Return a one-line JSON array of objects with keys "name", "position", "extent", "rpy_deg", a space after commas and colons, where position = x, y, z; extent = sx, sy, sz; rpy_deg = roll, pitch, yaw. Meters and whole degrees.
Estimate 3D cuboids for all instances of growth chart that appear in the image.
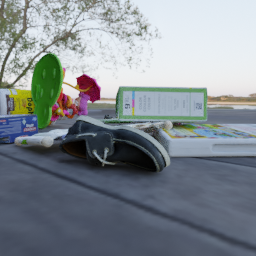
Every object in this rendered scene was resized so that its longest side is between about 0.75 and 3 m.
[{"name": "growth chart", "position": [-0.655, 0.080, 5.535], "extent": [2.715, 0.241, 1.965], "rpy_deg": [-7, 3, -31]}]

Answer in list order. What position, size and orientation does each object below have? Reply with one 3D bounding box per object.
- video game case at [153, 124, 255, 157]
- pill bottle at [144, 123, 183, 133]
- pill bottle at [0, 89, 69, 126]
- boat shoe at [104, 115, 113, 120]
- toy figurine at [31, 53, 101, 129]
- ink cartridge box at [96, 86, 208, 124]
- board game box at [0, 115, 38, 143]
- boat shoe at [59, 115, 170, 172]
[{"name": "video game case", "position": [1.940, 0.185, 5.800], "extent": [2.637, 0.332, 2.897], "rpy_deg": [0, 6, 1]}, {"name": "pill bottle", "position": [0.940, -0.095, 7.576], "extent": [1.012, 0.574, 0.574], "rpy_deg": [0, 5, 4]}, {"name": "pill bottle", "position": [-3.547, -0.742, 10.456], "extent": [2.490, 1.360, 1.360], "rpy_deg": [-4, 6, -35]}, {"name": "boat shoe", "position": [-1.019, -0.574, 14.939], "extent": [0.296, 0.279, 0.825], "rpy_deg": [0, 3, 22]}, {"name": "toy figurine", "position": [-1.998, -1.135, 10.062], "extent": [1.895, 2.524, 2.323], "rpy_deg": [7, 0, 43]}, {"name": "ink cartridge box", "position": [0.356, -0.500, 6.503], "extent": [2.616, 0.776, 1.358], "rpy_deg": [-1, -1, -5]}, {"name": "board game box", "position": [-3.346, 0.021, 6.119], "extent": [1.900, 0.586, 1.901], "rpy_deg": [0, 5, 19]}, {"name": "boat shoe", "position": [-0.243, 0.308, 3.759], "extent": [1.792, 0.644, 0.606], "rpy_deg": [13, 48, 42]}]
